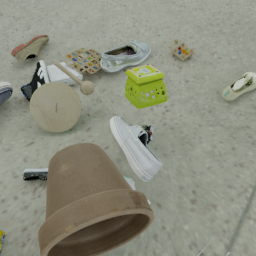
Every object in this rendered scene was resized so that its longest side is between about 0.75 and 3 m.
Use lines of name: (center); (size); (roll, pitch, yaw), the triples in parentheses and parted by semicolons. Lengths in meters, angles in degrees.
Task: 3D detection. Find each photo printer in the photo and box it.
photo printer: (-2.849, -2.467, 12.731); (1.493, 0.519, 1.242); (-17, 55, -12)

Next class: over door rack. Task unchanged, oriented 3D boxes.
over door rack: (2.525, 3.808, 8.366); (0.855, 0.285, 0.632); (-47, 64, -4)

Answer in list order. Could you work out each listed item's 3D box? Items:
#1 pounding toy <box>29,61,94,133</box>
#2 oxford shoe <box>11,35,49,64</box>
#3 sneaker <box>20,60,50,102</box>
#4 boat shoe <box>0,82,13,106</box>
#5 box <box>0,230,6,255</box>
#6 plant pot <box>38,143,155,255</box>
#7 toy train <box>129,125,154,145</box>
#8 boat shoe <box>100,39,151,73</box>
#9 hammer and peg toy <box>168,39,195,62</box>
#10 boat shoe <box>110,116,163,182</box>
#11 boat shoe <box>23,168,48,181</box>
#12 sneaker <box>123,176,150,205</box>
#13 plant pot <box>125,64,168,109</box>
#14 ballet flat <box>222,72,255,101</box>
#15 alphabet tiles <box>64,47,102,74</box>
pounding toy: (-2.691, -1.129, 11.286); (1.971, 1.185, 2.553); (32, 96, -12)
oxford shoe: (-4.611, -3.841, 13.738); (0.823, 0.775, 2.200); (49, 57, -7)
sneaker: (-4.091, -2.027, 12.221); (1.279, 0.835, 2.286); (-16, 57, -12)
boat shoe: (-5.602, -0.536, 11.151); (1.390, 1.119, 2.998); (43, 69, 14)
box: (-5.208, 3.541, 8.232); (2.761, 0.888, 0.967); (-2, 54, -1)
plant pot: (-1.090, 1.836, 7.644); (2.928, 2.928, 2.554); (-16, 56, -11)
toy train: (0.309, 0.243, 10.566); (1.432, 0.610, 0.816); (-4, 48, 30)
boat shoe: (-0.043, -3.526, 13.177); (2.871, 0.921, 1.058); (-27, 59, -26)
hammer and peg toy: (2.555, -3.817, 13.765); (0.874, 0.419, 1.189); (-35, 62, -20)
boat shoe: (0.251, 0.430, 9.181); (0.938, 0.986, 2.739); (-40, 44, 12)
boat shoe: (-3.009, 1.672, 9.859); (1.389, 0.477, 0.393); (-1, 60, 7)
sneaker: (-0.432, 1.898, 9.469); (1.217, 1.035, 2.750); (-32, 66, -33)
plant pot: (0.587, -1.477, 9.566); (1.189, 1.084, 1.195); (-17, 35, -18)
ballet flat: (5.092, -1.966, 12.224); (2.364, 0.821, 0.821); (-34, 61, -22)
alphabet tiles: (-1.928, -3.181, 13.145); (1.671, 0.064, 2.009); (34, 45, 14)
